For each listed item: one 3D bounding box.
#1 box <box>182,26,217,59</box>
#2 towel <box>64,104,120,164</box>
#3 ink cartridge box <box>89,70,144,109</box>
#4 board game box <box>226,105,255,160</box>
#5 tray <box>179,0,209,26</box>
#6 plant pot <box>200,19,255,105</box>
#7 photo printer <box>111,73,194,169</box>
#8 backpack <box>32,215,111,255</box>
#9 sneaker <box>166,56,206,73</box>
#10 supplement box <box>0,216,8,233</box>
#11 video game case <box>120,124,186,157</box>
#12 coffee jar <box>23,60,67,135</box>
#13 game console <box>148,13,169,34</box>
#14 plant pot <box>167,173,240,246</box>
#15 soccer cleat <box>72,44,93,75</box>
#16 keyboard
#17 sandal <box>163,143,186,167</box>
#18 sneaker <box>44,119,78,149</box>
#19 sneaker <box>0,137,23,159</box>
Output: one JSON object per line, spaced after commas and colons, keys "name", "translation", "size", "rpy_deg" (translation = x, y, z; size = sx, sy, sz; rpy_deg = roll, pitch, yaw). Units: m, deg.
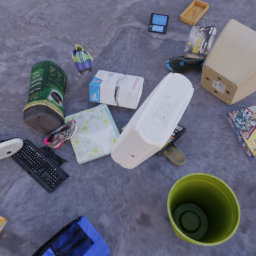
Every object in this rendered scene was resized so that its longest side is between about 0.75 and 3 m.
{"name": "box", "translation": [2.610, -3.148, 10.255], "size": [0.931, 0.284, 1.176], "rpy_deg": [18, 83, 42]}
{"name": "towel", "translation": [-1.414, 0.185, 11.453], "size": [1.950, 0.549, 2.279], "rpy_deg": [-20, 61, -9]}
{"name": "ink cartridge box", "translation": [-0.468, -1.684, 12.103], "size": [2.069, 0.871, 1.496], "rpy_deg": [11, 36, 7]}
{"name": "board game box", "translation": [5.223, 0.133, 11.557], "size": [1.458, 0.372, 2.152], "rpy_deg": [-14, 60, -9]}
{"name": "tray", "translation": [3.697, -6.430, 15.582], "size": [0.891, 0.334, 1.806], "rpy_deg": [31, 63, 18]}
{"name": "plant pot", "translation": [4.556, -2.573, 12.126], "size": [2.247, 2.535, 2.538], "rpy_deg": [-44, 68, -11]}
{"name": "photo printer", "translation": [0.543, -0.057, 7.830], "size": [0.928, 2.671, 2.222], "rpy_deg": [35, 63, -3]}
{"name": "backpack", "translation": [-1.742, 4.135, 8.144], "size": [2.549, 2.071, 2.139], "rpy_deg": [-37, 68, -21]}
{"name": "sneaker", "translation": [2.823, -3.128, 13.457], "size": [2.083, 0.763, 0.853], "rpy_deg": [1, 37, -1]}
{"name": "supplement box", "translation": [-4.535, 3.500, 9.543], "size": [0.324, 0.335, 0.975], "rpy_deg": [19, 58, 9]}
{"name": "video game case", "translation": [0.997, 0.122, 11.215], "size": [1.984, 0.253, 1.793], "rpy_deg": [30, 50, 30]}
{"name": "coffee jar", "translation": [-3.409, -1.262, 11.702], "size": [1.265, 1.546, 2.964], "rpy_deg": [-18, 55, 22]}
{"name": "game console", "translation": [1.617, -5.551, 14.890], "size": [1.003, 0.593, 0.856], "rpy_deg": [10, 58, 7]}
{"name": "plant pot", "translation": [2.187, 2.798, 8.967], "size": [2.098, 2.020, 2.098], "rpy_deg": [0, 59, 0]}
{"name": "soccer cleat", "translation": [-1.665, -2.604, 10.072], "size": [0.706, 0.914, 2.184], "rpy_deg": [-18, 27, -5]}
{"name": "keyboard", "translation": [-3.389, 1.237, 10.827], "size": [2.558, 0.507, 1.331], "rpy_deg": [36, 65, 19]}
{"name": "sandal", "translation": [1.543, 0.761, 11.095], "size": [1.889, 0.510, 0.759], "rpy_deg": [40, 66, 21]}
{"name": "sneaker", "translation": [-2.595, 0.235, 10.969], "size": [1.539, 0.575, 0.621], "rpy_deg": [-44, 57, 11]}
{"name": "sneaker", "translation": [-5.341, 0.654, 10.881], "size": [2.285, 0.835, 1.278], "rpy_deg": [-28, 62, -7]}
